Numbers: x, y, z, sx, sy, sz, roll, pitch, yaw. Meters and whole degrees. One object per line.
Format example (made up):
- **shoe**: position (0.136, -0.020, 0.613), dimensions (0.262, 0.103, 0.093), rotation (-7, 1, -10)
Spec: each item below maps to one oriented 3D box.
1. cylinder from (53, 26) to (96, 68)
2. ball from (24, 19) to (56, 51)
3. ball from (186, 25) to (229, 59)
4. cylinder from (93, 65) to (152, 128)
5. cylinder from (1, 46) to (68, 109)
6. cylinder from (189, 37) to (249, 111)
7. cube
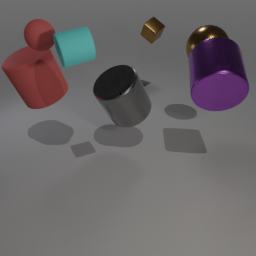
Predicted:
- **cylinder**: position (-1.127, -1.708, 5.910), dimensions (0.700, 0.700, 0.700), rotation (-20, 34, -15)
- **ball**: position (-1.998, -2.104, 6.360), dimensions (0.700, 0.700, 0.700), rotation (0, 29, 0)
- **ball**: position (2.626, -2.659, 9.236), dimensions (1.400, 1.400, 1.400), rotation (0, 29, 0)
- **cylinder**: position (-0.147, -0.954, 8.584), dimensions (1.400, 1.400, 1.400), rotation (-14, 51, 18)
- **cylinder**: position (-2.660, -1.507, 8.158), dimensions (1.400, 1.400, 1.400), rotation (-13, 40, 11)
- **cylinder**: position (2.330, -1.400, 7.360), dimensions (1.400, 1.400, 1.400), rotation (3, 53, 5)
- **cube**: position (1.091, -4.334, 12.432), dimensions (0.700, 0.700, 0.700), rotation (42, 64, 7)
